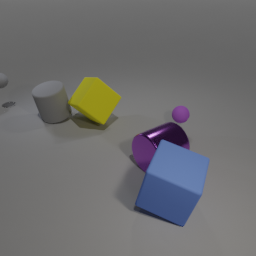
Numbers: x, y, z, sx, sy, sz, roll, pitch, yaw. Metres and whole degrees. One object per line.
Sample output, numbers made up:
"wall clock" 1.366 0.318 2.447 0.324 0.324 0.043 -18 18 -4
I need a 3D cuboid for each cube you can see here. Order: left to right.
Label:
"cube" -1.426 -1.171 11.830 1.400 1.400 1.400 -58 30 -8
"cube" 1.184 1.438 7.490 1.400 1.400 1.400 22 39 10

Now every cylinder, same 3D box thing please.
"cylinder" -3.344 -1.155 12.394 1.400 1.400 1.400 -6 38 5
"cylinder" 1.080 0.652 9.343 1.400 1.400 1.400 -21 35 -33

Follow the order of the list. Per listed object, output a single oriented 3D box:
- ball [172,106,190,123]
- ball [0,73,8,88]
"ball" 2.096 -0.539 11.139 0.700 0.700 0.700 0 29 0
"ball" -5.848 -2.162 12.779 0.700 0.700 0.700 0 29 0
